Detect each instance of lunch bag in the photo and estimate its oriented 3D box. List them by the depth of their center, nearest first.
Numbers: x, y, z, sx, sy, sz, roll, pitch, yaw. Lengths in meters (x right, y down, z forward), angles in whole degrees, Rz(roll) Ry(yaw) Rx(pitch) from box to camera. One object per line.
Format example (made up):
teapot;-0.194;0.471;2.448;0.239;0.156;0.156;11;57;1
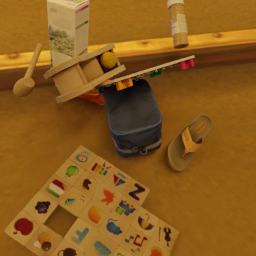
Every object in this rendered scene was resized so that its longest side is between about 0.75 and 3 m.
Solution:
lunch bag;0.156;-0.149;7.067;1.260;1.228;1.855;-13;54;-1

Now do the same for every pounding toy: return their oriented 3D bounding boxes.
pounding toy;-1.290;-1.505;6.425;2.600;1.492;1.487;-36;17;-37

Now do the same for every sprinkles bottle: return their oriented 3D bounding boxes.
sprinkles bottle;1.726;-3.580;9.600;0.551;0.551;1.615;-8;88;-7

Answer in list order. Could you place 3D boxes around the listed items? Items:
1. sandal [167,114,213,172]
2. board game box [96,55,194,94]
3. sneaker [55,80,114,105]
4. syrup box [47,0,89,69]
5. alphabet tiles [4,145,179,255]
sandal;1.594;0.286;6.931;0.723;0.486;1.800;46;68;-5
board game box;0.336;-1.265;6.898;1.971;0.255;1.971;-20;10;-17
sneaker;-1.183;-1.107;8.213;2.139;0.781;0.825;11;11;21
syrup box;-1.578;-2.403;7.527;0.792;2.011;0.819;19;40;12
alphabet tiles;-0.457;1.836;5.487;2.803;0.106;2.343;32;50;7
